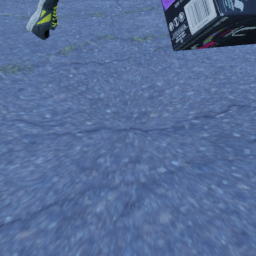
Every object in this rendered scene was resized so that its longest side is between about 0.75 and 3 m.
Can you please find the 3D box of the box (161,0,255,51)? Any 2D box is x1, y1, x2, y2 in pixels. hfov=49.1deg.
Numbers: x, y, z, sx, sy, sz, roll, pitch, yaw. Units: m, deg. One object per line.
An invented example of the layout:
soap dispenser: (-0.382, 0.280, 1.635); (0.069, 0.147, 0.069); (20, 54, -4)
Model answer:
box: (2.119, -2.477, 5.546); (2.482, 1.317, 1.517); (-13, -3, -24)

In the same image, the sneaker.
sneaker: (-1.838, -2.658, 6.595); (0.573, 1.355, 0.504); (42, 38, -12)
